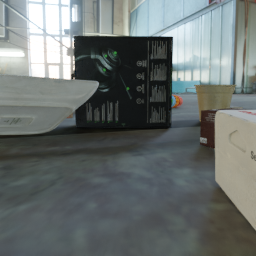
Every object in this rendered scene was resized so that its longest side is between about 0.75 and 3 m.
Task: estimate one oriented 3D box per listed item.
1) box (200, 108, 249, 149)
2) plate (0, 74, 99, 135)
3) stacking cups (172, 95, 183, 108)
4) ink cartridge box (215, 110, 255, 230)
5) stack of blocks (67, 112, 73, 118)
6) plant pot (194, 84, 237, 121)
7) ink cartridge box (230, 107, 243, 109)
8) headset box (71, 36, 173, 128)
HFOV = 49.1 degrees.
[{"bbox_3d":[1.888,0.004,5.206,0.835,0.686,0.693,-5,10,-30],"label":"box"},{"bbox_3d":[-2.268,-0.298,5.476,2.680,0.433,2.674,-1,-14,-33],"label":"plate"},{"bbox_3d":[2.139,-1.380,14.436,0.849,0.849,2.806,6,8,34],"label":"stacking cups"},{"bbox_3d":[1.952,0.316,2.427,2.050,0.861,1.484,0,8,2],"label":"ink cartridge box"},{"bbox_3d":[-2.300,-0.506,10.270,0.447,0.227,0.776,-7,11,-38],"label":"stack of blocks"},{"bbox_3d":[2.718,-0.779,8.861,1.288,1.179,1.288,0,9,0],"label":"plant pot"},{"bbox_3d":[4.139,-0.752,11.799,1.231,0.272,0.579,-3,8,-15],"label":"ink cartridge box"},{"bbox_3d":[-0.227,-1.237,7.786,2.762,2.405,1.281,-1,8,-2],"label":"headset box"}]
